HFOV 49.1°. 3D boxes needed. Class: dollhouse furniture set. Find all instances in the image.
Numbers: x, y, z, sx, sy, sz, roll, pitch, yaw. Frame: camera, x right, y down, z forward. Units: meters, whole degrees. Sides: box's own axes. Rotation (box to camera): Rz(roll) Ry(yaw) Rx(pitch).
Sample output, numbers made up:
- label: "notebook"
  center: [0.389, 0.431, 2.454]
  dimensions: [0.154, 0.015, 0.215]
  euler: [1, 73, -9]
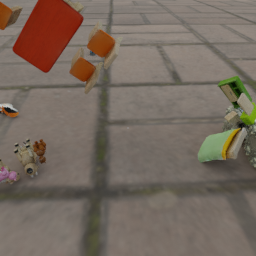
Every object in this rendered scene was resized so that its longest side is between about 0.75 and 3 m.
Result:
- label: "dollhouse furniture set"
  center: [2.091, -0.219, 6.086]
  dimensions: [0.982, 0.759, 1.966]
  euler: [-14, 34, 56]
- label: "dollhouse furniture set"
  center: [-1.274, -2.175, 5.268]
  dimensions: [2.731, 2.701, 1.407]
  euler: [32, 36, -21]

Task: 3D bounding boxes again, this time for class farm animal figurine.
- label: "farm animal figurine"
  center: [-2.211, 0.796, 5.616]
  dimensions: [1.029, 0.641, 1.274]
  euler: [1, 30, 39]

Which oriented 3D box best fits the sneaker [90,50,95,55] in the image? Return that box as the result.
- label: "sneaker"
  center: [-1.507, -3.573, 12.842]
  dimensions: [0.276, 0.309, 0.754]
  euler: [10, 33, 16]

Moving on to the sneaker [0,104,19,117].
- label: "sneaker"
  center: [-3.390, -0.560, 8.021]
  dimensions: [0.820, 0.310, 0.377]
  euler: [17, 32, 23]

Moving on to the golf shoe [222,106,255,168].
- label: "golf shoe"
  center: [3.127, 0.198, 6.273]
  dimensions: [1.171, 0.943, 2.409]
  euler: [2, 33, -8]
